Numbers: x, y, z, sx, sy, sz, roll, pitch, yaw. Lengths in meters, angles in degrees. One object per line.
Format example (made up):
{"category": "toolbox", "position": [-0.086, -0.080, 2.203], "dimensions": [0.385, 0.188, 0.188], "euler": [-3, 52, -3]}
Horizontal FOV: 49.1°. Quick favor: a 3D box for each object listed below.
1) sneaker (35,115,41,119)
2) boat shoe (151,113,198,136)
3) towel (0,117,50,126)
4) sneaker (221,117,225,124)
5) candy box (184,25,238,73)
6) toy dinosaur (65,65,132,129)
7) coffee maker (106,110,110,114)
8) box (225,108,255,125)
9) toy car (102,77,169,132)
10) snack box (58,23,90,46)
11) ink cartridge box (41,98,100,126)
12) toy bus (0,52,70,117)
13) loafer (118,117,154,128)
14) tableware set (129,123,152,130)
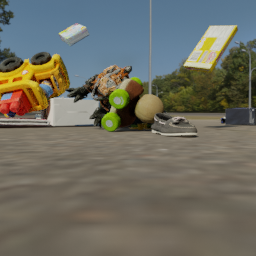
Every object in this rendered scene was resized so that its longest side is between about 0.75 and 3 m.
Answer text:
{"category": "sneaker", "position": [-3.999, -0.765, 15.557], "dimensions": [2.275, 0.982, 0.883], "euler": [-1, 2, -24]}
{"category": "boat shoe", "position": [0.730, -0.076, 4.782], "dimensions": [0.457, 0.390, 1.368], "euler": [-1, 2, -16]}
{"category": "towel", "position": [-3.804, -0.182, 9.154], "dimensions": [2.010, 0.317, 2.790], "euler": [0, 3, -27]}
{"category": "sneaker", "position": [4.991, -0.413, 14.491], "dimensions": [0.523, 0.366, 0.905], "euler": [2, 3, -8]}
{"category": "candy box", "position": [2.119, -2.054, 7.167], "dimensions": [0.771, 1.508, 0.199], "euler": [21, -22, 40]}
{"category": "toy dinosaur", "position": [-0.437, -0.957, 6.949], "dimensions": [1.653, 1.244, 2.435], "euler": [-39, -13, 21]}
{"category": "coffee maker", "position": [-0.543, -0.525, 13.804], "dimensions": [1.253, 0.844, 1.204], "euler": [-1, 30, -1]}
{"category": "box", "position": [4.650, -0.461, 11.331], "dimensions": [1.133, 0.704, 1.142], "euler": [0, 1, 34]}
{"category": "toy car", "position": [0.344, -0.324, 6.010], "dimensions": [1.392, 1.098, 1.143], "euler": [26, 31, 8]}
{"category": "snack box", "position": [-2.230, -3.863, 11.526], "dimensions": [0.946, 0.380, 1.122], "euler": [-35, 41, -12]}
{"category": "ink cartridge box", "position": [-2.243, -0.550, 10.198], "dimensions": [1.579, 0.930, 2.743], "euler": [-1, 3, -27]}
{"category": "toy bus", "position": [-3.163, -1.211, 9.004], "dimensions": [2.311, 1.568, 2.218], "euler": [-11, 41, 3]}
{"category": "loafer", "position": [0.195, -0.273, 8.602], "dimensions": [1.520, 0.553, 0.549], "euler": [1, -3, -13]}
{"category": "tableware set", "position": [0.399, -0.057, 7.313], "dimensions": [0.772, 0.176, 1.146], "euler": [0, 2, 2]}
